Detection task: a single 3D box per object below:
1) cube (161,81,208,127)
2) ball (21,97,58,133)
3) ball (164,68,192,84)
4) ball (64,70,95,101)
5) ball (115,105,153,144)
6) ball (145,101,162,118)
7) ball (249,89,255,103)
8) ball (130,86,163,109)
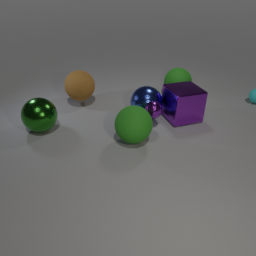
[{"bbox_3d":[2.349,-1.069,12.000,1.400,1.400,1.400,-9,32,-18],"label":"cube"},{"bbox_3d":[-3.526,-0.515,11.154,1.400,1.400,1.400,0,32,0],"label":"ball"},{"bbox_3d":[2.507,-2.314,14.065,1.400,1.400,1.400,0,32,0],"label":"ball"},{"bbox_3d":[-2.238,-1.966,13.005,1.400,1.400,1.400,0,32,0],"label":"ball"},{"bbox_3d":[0.204,-0.130,10.307,1.400,1.400,1.400,0,32,0],"label":"ball"},{"bbox_3d":[1.017,-0.732,11.141,0.700,0.700,0.700,0,32,0],"label":"ball"},{"bbox_3d":[6.166,-1.541,13.406,0.700,0.700,0.700,0,32,0],"label":"ball"},{"bbox_3d":[0.796,-1.118,12.127,1.400,1.400,1.400,0,32,0],"label":"ball"}]
